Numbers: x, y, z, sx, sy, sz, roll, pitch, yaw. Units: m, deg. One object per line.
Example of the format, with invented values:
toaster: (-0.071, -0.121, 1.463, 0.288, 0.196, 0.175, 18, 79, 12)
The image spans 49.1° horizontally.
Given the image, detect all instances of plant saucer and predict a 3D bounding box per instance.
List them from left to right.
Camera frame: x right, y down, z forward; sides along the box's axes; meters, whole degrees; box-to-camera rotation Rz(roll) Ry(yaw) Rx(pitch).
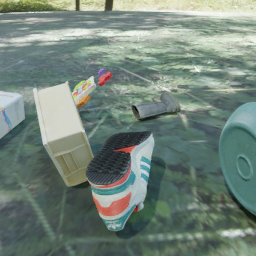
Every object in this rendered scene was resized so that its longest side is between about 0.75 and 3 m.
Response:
plant saucer: (2.044, 0.611, 4.607, 0.367, 2.044, 2.044, -11, 29, -12)

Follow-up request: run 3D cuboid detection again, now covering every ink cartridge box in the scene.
ink cartridge box: (-3.960, -0.280, 7.576, 1.453, 0.826, 1.994, 8, 28, 9)

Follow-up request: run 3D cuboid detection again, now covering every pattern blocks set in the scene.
pattern blocks set: (-1.333, -1.050, 8.106, 1.857, 0.150, 1.632, -44, 27, -1)

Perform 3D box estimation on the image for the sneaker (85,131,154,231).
sneaker: (-0.030, 0.841, 5.131, 0.859, 1.140, 2.439, -3, 16, 16)

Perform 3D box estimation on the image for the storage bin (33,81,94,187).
storage bin: (-1.234, 0.132, 5.715, 0.723, 1.531, 1.542, -19, 49, -9)

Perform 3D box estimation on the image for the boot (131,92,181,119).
boot: (0.800, -0.713, 8.956, 1.435, 0.521, 1.304, -14, 26, -11)
